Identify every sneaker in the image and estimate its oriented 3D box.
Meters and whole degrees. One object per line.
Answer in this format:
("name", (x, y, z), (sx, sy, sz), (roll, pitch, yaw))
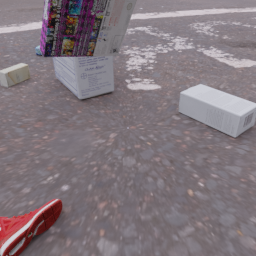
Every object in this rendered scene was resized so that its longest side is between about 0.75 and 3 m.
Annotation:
("sneaker", (-2.019, 1.745, 5.403), (0.832, 0.564, 1.440), (21, 36, 28))

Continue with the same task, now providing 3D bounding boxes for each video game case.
("video game case", (-0.764, -2.429, 5.783), (1.894, 2.089, 0.374), (-11, 53, -31))

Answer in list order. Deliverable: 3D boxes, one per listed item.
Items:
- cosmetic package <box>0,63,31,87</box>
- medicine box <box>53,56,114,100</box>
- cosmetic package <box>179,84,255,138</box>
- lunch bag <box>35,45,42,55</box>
("cosmetic package", (-4.763, -2.235, 11.789), (0.452, 0.640, 1.237), (17, 37, 25))
("medicine box", (-1.859, -3.052, 10.844), (1.541, 2.993, 2.727), (-17, 36, -26))
("cosmetic package", (2.838, -0.624, 9.013), (1.116, 0.784, 2.199), (-24, 39, -33))
("lunch bag", (-4.444, -4.251, 15.266), (1.035, 0.427, 0.832), (5, 33, 8))
